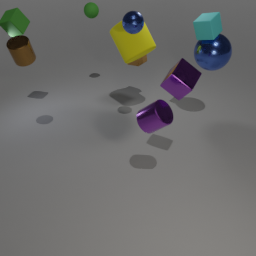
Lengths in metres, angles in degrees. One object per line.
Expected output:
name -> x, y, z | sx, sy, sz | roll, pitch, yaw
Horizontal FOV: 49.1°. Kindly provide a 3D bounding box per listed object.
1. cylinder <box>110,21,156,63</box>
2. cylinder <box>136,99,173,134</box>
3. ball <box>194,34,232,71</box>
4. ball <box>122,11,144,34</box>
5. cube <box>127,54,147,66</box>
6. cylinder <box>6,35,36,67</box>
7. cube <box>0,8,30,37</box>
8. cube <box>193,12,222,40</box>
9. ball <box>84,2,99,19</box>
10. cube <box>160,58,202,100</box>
cylinder -> 0.198, -3.508, 11.117 | 1.400, 1.400, 1.400 | -27, 6, 3
cylinder -> 0.700, -0.293, 7.298 | 0.700, 0.700, 0.700 | -28, 8, 43
ball -> 3.220, -2.890, 10.662 | 1.400, 1.400, 1.400 | 0, 31, 0
ball -> 0.164, -3.342, 8.886 | 0.700, 0.700, 0.700 | 0, 31, 0
cube -> 0.374, -3.293, 12.732 | 0.700, 0.700, 0.700 | 18, 42, 35
cylinder -> -3.353, -2.428, 8.831 | 0.700, 0.700, 0.700 | -2, 55, 3
cube -> -4.327, -4.017, 10.674 | 0.700, 0.700, 0.700 | 1, 62, 30
cube -> 2.853, -3.626, 9.994 | 0.700, 0.700, 0.700 | 15, 51, 42
ball -> -1.708, -5.479, 13.050 | 0.700, 0.700, 0.700 | 0, 31, 0
cube -> 1.444, -1.325, 7.682 | 0.700, 0.700, 0.700 | 37, 63, -6
